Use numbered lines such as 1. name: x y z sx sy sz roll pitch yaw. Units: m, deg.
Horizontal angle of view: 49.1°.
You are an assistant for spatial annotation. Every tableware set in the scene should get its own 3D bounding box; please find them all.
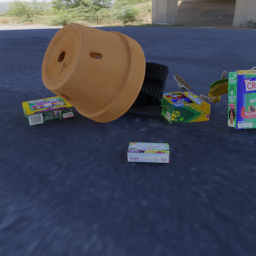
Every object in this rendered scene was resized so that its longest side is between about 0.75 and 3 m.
1. tableware set: 4.105 -1.690 9.887 2.925 0.449 1.970 -28 -26 37

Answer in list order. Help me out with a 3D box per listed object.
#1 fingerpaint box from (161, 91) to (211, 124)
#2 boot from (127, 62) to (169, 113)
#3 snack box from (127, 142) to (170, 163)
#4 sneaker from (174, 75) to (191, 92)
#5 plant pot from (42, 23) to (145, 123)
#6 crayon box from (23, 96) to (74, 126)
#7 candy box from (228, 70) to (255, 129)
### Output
1. fingerpaint box: 1.890 -0.780 9.918 1.379 0.606 1.653 -5 25 -11
2. boot: 0.236 -1.437 9.838 2.299 1.718 0.865 5 4 10
3. snack box: 0.526 0.615 7.140 1.027 0.272 0.730 1 16 5
4. sneaker: 2.127 -1.783 11.433 0.298 0.851 0.461 -54 8 -27
5. plant pot: -1.224 -1.840 8.647 2.064 2.948 2.948 19 6 -45
6. crayon box: -2.791 -0.644 9.769 1.519 0.443 1.311 -13 27 -21
7. candy box: 3.902 -0.899 8.645 1.486 1.757 0.677 -3 6 -7
